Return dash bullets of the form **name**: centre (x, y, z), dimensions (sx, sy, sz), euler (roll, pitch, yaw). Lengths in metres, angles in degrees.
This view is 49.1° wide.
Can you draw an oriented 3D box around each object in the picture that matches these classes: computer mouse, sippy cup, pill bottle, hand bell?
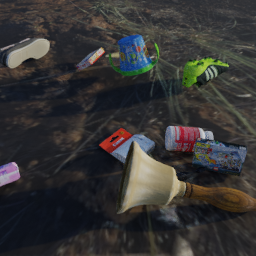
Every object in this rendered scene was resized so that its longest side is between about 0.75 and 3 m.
- **computer mouse**: centre (1.447, 1.084, 6.515), dimensions (0.962, 0.164, 0.282), euler (-11, 8, -26)
- **sippy cup**: centre (0.183, -2.563, 9.724), dimensions (1.560, 1.143, 1.225), euler (-26, 28, -16)
- **pill bottle**: centre (1.599, 0.300, 7.378), dimensions (1.155, 0.649, 0.649), euler (3, 41, -2)
- **hand bell**: centre (1.358, 1.347, 6.018), dimensions (2.975, 1.549, 1.549), euler (13, 41, -5)

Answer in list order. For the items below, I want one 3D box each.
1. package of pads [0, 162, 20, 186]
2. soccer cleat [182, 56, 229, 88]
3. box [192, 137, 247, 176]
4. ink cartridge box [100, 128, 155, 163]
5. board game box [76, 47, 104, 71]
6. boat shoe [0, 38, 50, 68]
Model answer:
- **package of pads**: centre (-3.053, 1.151, 6.440), dimensions (1.068, 0.404, 0.643), euler (-20, 5, -22)
- **soccer cleat**: centre (2.652, -1.922, 9.678), dimensions (2.325, 0.943, 0.785), euler (-16, 41, -40)
- **box**: centre (2.182, 0.696, 6.774), dimensions (1.162, 0.794, 0.219), euler (10, 35, 16)
- **ink cartridge box**: centre (-0.031, 0.432, 7.490), dimensions (1.186, 0.280, 0.949), euler (33, 51, 26)
- **board game box**: centre (-1.437, -2.647, 10.726), dimensions (0.754, 0.231, 0.996), euler (-12, 33, 43)
- **boat shoe**: centre (-3.991, -3.014, 10.723), dimensions (0.726, 0.852, 2.548), euler (26, 35, 9)
